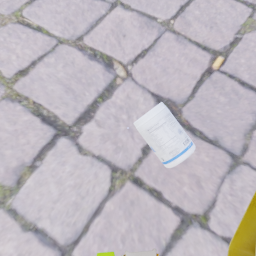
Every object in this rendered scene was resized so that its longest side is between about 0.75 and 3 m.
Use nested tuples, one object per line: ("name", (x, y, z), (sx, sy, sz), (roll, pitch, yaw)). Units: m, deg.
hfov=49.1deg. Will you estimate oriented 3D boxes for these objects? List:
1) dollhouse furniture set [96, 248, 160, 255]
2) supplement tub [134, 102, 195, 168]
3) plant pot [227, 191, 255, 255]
("dollhouse furniture set", (-0.208, 2.620, 5.100), (1.574, 0.787, 0.608), (0, 59, -9))
("supplement tub", (0.776, 0.157, 5.936), (0.802, 0.802, 1.216), (-37, 90, -16))
("plant pot", (2.406, 2.253, 4.082), (1.595, 1.809, 1.808), (18, 37, 17))
